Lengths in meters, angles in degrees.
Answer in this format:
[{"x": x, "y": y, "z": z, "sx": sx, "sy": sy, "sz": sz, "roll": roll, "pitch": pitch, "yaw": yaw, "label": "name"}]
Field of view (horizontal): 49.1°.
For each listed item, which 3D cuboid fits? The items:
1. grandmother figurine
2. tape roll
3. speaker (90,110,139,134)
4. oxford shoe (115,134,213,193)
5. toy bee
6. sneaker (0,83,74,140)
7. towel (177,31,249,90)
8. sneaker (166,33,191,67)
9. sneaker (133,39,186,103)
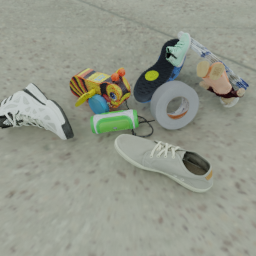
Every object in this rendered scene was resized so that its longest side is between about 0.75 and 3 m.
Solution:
[{"x": 2.688, "y": -1.144, "z": 7.900, "sx": 1.275, "sy": 2.102, "sz": 0.637, "roll": 33, "pitch": 92, "yaw": 37, "label": "grandmother figurine"}, {"x": 1.277, "y": -0.623, "z": 7.696, "sx": 1.295, "sy": 1.295, "sz": 0.428, "roll": -13, "pitch": 30, "yaw": -12, "label": "tape roll"}, {"x": -0.365, "y": -0.175, "z": 7.710, "sx": 1.275, "sy": 0.564, "sz": 0.564, "roll": -8, "pitch": 46, "yaw": 3, "label": "speaker"}, {"x": 0.880, "y": 0.668, "z": 6.724, "sx": 2.548, "sy": 0.736, "sz": 0.958, "roll": 24, "pitch": 45, "yaw": 14, "label": "oxford shoe"}, {"x": -0.479, "y": -1.158, "z": 7.992, "sx": 2.911, "sy": 1.582, "sz": 1.906, "roll": 14, "pitch": 48, "yaw": 11, "label": "toy bee"}, {"x": -2.652, "y": -0.176, "z": 7.627, "sx": 1.516, "sy": 0.994, "sz": 2.634, "roll": -34, "pitch": 48, "yaw": -23, "label": "sneaker"}, {"x": 2.646, "y": -2.100, "z": 8.786, "sx": 2.371, "sy": 0.282, "sz": 1.742, "roll": 26, "pitch": 23, "yaw": -33, "label": "towel"}, {"x": 1.416, "y": -2.315, "z": 7.970, "sx": 0.599, "sy": 1.015, "sz": 0.373, "roll": 18, "pitch": -1, "yaw": -38, "label": "sneaker"}, {"x": 1.117, "y": -1.612, "z": 8.900, "sx": 0.911, "sy": 1.084, "sz": 2.765, "roll": 19, "pitch": 59, "yaw": 25, "label": "sneaker"}]
